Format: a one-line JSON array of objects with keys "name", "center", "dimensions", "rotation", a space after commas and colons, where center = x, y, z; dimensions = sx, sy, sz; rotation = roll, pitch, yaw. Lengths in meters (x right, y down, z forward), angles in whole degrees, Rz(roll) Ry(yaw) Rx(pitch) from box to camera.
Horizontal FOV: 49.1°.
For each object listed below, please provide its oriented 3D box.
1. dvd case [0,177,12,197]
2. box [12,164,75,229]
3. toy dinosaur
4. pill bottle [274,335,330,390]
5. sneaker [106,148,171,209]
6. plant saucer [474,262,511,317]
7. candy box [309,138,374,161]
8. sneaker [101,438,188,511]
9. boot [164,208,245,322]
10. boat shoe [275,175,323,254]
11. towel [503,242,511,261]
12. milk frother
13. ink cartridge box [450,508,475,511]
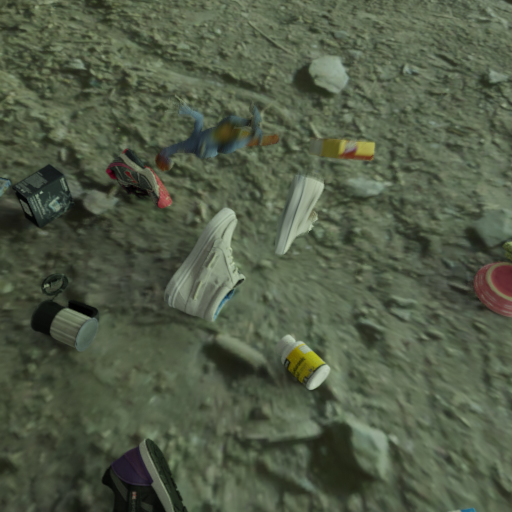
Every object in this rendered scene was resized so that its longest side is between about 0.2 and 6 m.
[{"name": "dvd case", "center": [-6.698, -1.252, 12.898], "dimensions": [1.299, 0.160, 1.821], "rotation": [12, 52, 11]}, {"name": "box", "center": [-4.689, -1.321, 12.417], "dimensions": [0.583, 0.977, 0.994], "rotation": [33, 58, 24]}, {"name": "toy dinosaur", "center": [-0.926, -2.270, 11.854], "dimensions": [2.243, 2.471, 1.298], "rotation": [-21, 61, 21]}, {"name": "pill bottle", "center": [0.801, 1.886, 10.064], "dimensions": [0.542, 0.542, 0.974], "rotation": [-34, 58, -25]}, {"name": "sneaker", "center": [-2.670, -1.644, 12.879], "dimensions": [0.774, 0.836, 2.074], "rotation": [-41, 53, -10]}, {"name": "plant saucer", "center": [5.086, 0.608, 11.253], "dimensions": [1.318, 0.334, 1.318], "rotation": [0, 50, 1]}, {"name": "candy box", "center": [1.868, -2.375, 12.436], "dimensions": [0.852, 0.412, 1.460], "rotation": [0, 15, -21]}, {"name": "sneaker", "center": [-1.554, 3.998, 8.288], "dimensions": [1.025, 0.887, 2.341], "rotation": [-31, 52, -5]}, {"name": "boot", "center": [-0.726, 0.201, 11.342], "dimensions": [1.198, 0.922, 2.507], "rotation": [25, 62, 11]}, {"name": "boat shoe", "center": [0.791, -0.681, 10.278], "dimensions": [0.634, 1.817, 0.644], "rotation": [11, 42, -7]}, {"name": "towel", "center": [5.934, 0.161, 11.418], "dimensions": [1.207, 0.297, 1.626], "rotation": [-19, 51, -38]}, {"name": "milk frother", "center": [-3.508, 1.021, 10.413], "dimensions": [1.046, 1.113, 1.004], "rotation": [19, 50, 15]}, {"name": "ink cartridge box", "center": [2.759, 4.186, 8.271], "dimensions": [1.121, 0.377, 0.651], "rotation": [-6, 51, -5]}]
